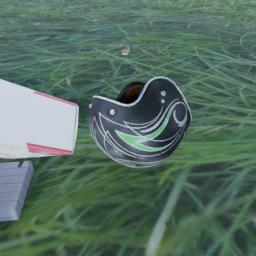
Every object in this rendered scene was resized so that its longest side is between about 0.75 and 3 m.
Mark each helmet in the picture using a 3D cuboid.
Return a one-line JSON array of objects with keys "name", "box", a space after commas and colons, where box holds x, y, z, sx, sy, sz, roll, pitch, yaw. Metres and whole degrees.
[{"name": "helmet", "box": [0.203, -0.116, 6.762, 2.138, 2.243, 2.243, -38, 44, -13]}]

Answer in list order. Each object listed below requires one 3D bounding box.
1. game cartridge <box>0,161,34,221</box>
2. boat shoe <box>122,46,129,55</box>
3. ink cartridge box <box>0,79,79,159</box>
[{"name": "game cartridge", "box": [-3.417, 1.420, 6.001, 2.439, 0.468, 1.581, -4, 37, -2]}, {"name": "boat shoe", "box": [-0.124, -4.047, 14.674, 0.334, 0.286, 0.911, 4, 33, 7]}, {"name": "ink cartridge box", "box": [-2.669, -0.021, 5.958, 2.698, 1.117, 1.976, -9, -18, 42]}]
